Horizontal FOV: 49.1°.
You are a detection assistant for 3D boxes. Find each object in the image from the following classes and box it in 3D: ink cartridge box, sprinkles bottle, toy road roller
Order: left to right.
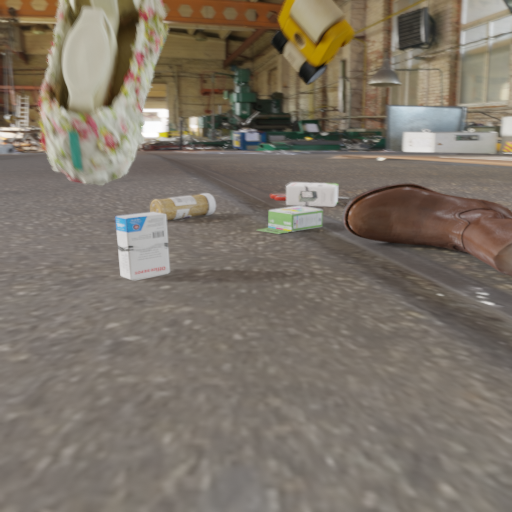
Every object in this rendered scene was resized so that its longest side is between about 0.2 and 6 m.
[{"bbox_3d":[-1.643,-0.151,8.127,0.653,0.894,0.377,-10,15,-38],"label":"ink cartridge box"},{"bbox_3d":[-1.706,-1.143,13.143,1.560,0.532,0.532,-12,18,-42],"label":"sprinkles bottle"},{"bbox_3d":[0.718,-0.773,11.860,1.347,0.399,0.699,-12,18,-42],"label":"ink cartridge box"},{"bbox_3d":[1.554,-1.703,15.481,1.321,0.555,0.961,3,14,13],"label":"ink cartridge box"},{"bbox_3d":[0.976,-3.407,8.328,1.090,0.918,1.494,-39,-4,-17],"label":"toy road roller"}]

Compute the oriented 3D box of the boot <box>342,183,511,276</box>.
[{"bbox_3d":[3.203,-0.314,8.773,3.165,1.091,3.396,-2,18,-2],"label":"boot"}]

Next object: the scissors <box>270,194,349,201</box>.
[{"bbox_3d":[1.565,-1.767,16.624,2.267,0.158,0.829,-2,11,-2],"label":"scissors"}]

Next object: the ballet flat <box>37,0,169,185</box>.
[{"bbox_3d":[-1.277,-1.880,4.771,1.026,2.713,0.867,-1,-25,-6],"label":"ballet flat"}]
